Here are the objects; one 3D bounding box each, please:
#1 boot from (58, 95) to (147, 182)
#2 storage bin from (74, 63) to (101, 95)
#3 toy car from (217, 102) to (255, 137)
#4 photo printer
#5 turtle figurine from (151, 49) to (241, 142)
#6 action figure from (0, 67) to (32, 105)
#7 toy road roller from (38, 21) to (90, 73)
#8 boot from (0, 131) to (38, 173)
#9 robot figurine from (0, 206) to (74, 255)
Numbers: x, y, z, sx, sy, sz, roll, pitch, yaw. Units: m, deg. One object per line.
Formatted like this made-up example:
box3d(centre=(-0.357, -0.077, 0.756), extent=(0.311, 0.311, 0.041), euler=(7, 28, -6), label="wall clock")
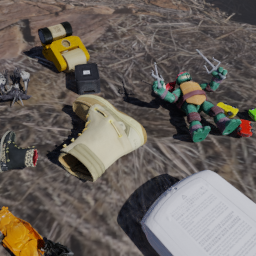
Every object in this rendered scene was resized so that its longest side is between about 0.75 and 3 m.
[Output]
box3d(centre=(-1.148, 0.179, 7.735), extent=(2.731, 0.994, 2.122), euler=(32, 52, 29), label="boot")
box3d(centre=(-1.490, -1.819, 10.287), extent=(0.854, 0.592, 1.263), euler=(-6, 40, -8), label="storage bin")
box3d(centre=(3.731, -0.322, 8.739), extent=(1.518, 0.360, 1.613), euler=(-12, 43, -14), label="toy car")
box3d(centre=(1.647, 2.080, 5.437), extent=(2.095, 0.874, 2.518), euler=(-34, 51, -21), label="photo printer")
box3d(centre=(2.056, -1.061, 8.704), extent=(2.239, 1.506, 2.990), euler=(-24, 59, 4), label="turtle figurine")
box3d(centre=(-3.989, -1.532, 9.719), extent=(1.092, 0.937, 1.837), euler=(-10, 39, -27), label="action figure")
box3d(centre=(-2.737, -3.157, 11.543), extent=(1.322, 1.570, 2.151), euler=(-30, 86, -30), label="toy road roller")
box3d(centre=(-2.666, 0.538, 6.914), extent=(0.916, 0.438, 1.213), euler=(-6, 46, 2), label="boot")
box3d(centre=(-2.067, 2.590, 5.101), extent=(2.457, 0.715, 1.781), euler=(30, 49, 31), label="robot figurine")
